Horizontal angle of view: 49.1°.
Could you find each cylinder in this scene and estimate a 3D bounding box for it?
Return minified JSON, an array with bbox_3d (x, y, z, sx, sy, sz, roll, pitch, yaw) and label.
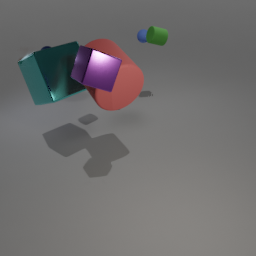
[{"bbox_3d":[1.236,-3.921,11.947,0.700,0.700,0.700,3,27,-27],"label":"cylinder"},{"bbox_3d":[-0.515,-1.414,7.434,1.400,1.400,1.400,-17,50,-26],"label":"cylinder"}]

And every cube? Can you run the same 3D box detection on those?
[{"bbox_3d":[-2.138,-1.578,8.271,1.400,1.400,1.400,-28,17,-34],"label":"cube"},{"bbox_3d":[-0.665,-1.222,5.772,0.700,0.700,0.700,12,13,-34],"label":"cube"}]

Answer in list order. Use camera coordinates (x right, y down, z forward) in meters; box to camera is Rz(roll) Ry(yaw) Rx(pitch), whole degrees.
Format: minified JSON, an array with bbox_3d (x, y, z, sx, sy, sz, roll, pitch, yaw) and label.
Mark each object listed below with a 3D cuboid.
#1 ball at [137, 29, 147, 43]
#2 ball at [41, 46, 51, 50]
[{"bbox_3d":[0.836,-4.968,15.142,0.700,0.700,0.700,0,31,0],"label":"ball"},{"bbox_3d":[-3.630,-3.352,12.678,0.700,0.700,0.700,0,31,0],"label":"ball"}]
